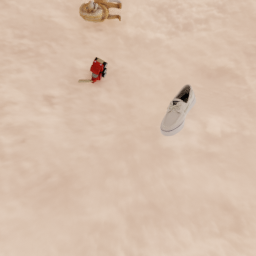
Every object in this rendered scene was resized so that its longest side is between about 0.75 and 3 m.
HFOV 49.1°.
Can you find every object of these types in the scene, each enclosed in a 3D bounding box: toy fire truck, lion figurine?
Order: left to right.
[{"bbox_3d":[-1.186,-1.833,9.420,0.597,0.816,0.927,30,64,6],"label":"toy fire truck"},{"bbox_3d":[-1.021,-4.939,10.996,1.564,0.926,2.554,3,46,-3],"label":"lion figurine"}]

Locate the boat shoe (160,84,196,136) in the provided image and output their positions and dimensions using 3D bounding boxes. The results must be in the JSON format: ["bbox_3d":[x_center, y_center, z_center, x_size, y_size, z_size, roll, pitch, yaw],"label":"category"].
[{"bbox_3d":[1.523,-0.592,8.515,0.715,0.653,1.986,14,50,37],"label":"boat shoe"}]
